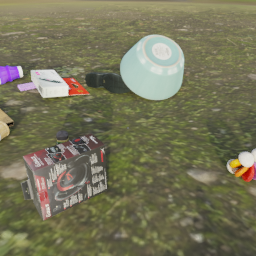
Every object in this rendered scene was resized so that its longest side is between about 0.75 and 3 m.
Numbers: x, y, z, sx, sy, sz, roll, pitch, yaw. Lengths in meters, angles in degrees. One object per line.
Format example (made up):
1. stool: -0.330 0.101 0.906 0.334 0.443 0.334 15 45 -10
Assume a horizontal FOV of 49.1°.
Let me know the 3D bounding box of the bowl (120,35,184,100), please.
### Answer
1. bowl: 1.209 -2.781 11.881 2.884 1.508 2.884 5 65 -11

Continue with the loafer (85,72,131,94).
1. loafer: -0.774 -2.176 12.927 2.467 0.898 0.892 18 25 27

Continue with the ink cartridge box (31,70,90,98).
1. ink cartridge box: -3.138 -2.103 12.869 2.103 0.528 2.423 -9 31 -27

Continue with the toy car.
1. toy car: 3.279 1.054 7.577 1.007 0.882 0.755 -11 66 -19

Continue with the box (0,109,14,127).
1. box: -5.353 -0.291 10.322 1.606 0.209 1.965 -24 37 -35

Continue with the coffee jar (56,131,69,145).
1. coffee jar: -1.934 0.501 8.337 0.349 0.818 0.426 -4 27 -11

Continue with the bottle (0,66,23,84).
1. bottle: -6.377 -2.539 13.591 2.377 0.776 0.993 -17 44 -27

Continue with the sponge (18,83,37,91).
1. sponge: -4.675 -1.991 13.305 0.974 0.145 0.543 -17 34 -27

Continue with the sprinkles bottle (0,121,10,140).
1. sprinkles bottle: -4.498 0.412 8.719 0.601 0.601 1.761 10 32 16

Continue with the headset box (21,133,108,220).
1. headset box: -1.501 1.144 6.630 1.945 1.446 0.730 -20 35 -30
